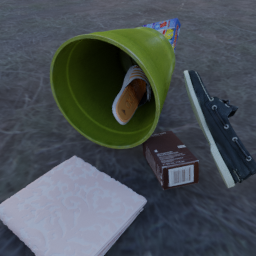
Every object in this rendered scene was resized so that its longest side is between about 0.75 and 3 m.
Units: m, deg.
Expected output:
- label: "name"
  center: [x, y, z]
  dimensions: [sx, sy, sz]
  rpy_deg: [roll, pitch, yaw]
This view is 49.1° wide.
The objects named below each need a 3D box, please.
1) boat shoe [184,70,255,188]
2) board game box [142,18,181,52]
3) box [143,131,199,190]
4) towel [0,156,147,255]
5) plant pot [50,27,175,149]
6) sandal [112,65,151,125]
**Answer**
- label: "boat shoe"
  center: [2.017, -0.143, 6.071]
  dimensions: [0.900, 1.014, 2.713]
  rpy_deg: [-22, 72, 11]
- label: "board game box"
  center: [0.983, -2.927, 10.439]
  dimensions: [1.564, 0.398, 2.310]
  rpy_deg: [2, 68, 35]
- label: "box"
  center: [0.932, 0.675, 6.507]
  dimensions: [0.829, 0.620, 1.655]
  rpy_deg: [-9, 22, -10]
- label: "towel"
  center: [-1.120, 1.648, 5.689]
  dimensions: [2.275, 0.367, 2.173]
  rpy_deg: [26, 43, 31]
- label: "plant pot"
  center: [-0.038, -1.415, 7.412]
  dimensions: [2.863, 2.863, 2.757]
  rpy_deg: [16, 39, 20]
- label: "sandal"
  center: [0.281, -0.952, 7.638]
  dimensions: [0.660, 0.882, 2.303]
  rpy_deg: [-16, 35, 32]
